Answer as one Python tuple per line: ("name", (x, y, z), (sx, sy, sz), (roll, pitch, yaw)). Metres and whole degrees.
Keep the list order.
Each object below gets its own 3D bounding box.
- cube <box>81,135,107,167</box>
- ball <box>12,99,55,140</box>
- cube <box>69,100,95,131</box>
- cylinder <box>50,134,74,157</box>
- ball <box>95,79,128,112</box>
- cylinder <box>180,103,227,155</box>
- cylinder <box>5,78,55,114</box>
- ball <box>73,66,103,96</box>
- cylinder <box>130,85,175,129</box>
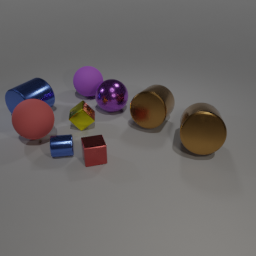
("cube", (-1.077, 0.713, 8.881), (0.700, 0.700, 0.700), (-8, 31, -14))
("ball", (-3.254, -0.302, 9.649), (1.400, 1.400, 1.400), (0, 30, 0))
("cube", (-1.736, -0.473, 10.614), (0.700, 0.700, 0.700), (-34, 32, 17))
("cylinder", (-2.142, 0.576, 9.117), (0.700, 0.700, 0.700), (-5, 30, -9))
("ball", (-0.681, -1.355, 11.802), (1.400, 1.400, 1.400), (0, 30, 0))
("cylinder", (2.413, -0.015, 9.166), (1.400, 1.400, 1.400), (6, 18, 10))
("cylinder", (-3.955, -1.162, 11.377), (1.400, 1.400, 1.400), (16, 36, 25))
("ball", (-1.851, -2.176, 13.069), (1.400, 1.400, 1.400), (0, 30, 0))
("cylinder", (0.947, -0.842, 10.664), (1.400, 1.400, 1.400), (11, 22, 19))
